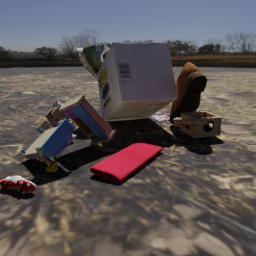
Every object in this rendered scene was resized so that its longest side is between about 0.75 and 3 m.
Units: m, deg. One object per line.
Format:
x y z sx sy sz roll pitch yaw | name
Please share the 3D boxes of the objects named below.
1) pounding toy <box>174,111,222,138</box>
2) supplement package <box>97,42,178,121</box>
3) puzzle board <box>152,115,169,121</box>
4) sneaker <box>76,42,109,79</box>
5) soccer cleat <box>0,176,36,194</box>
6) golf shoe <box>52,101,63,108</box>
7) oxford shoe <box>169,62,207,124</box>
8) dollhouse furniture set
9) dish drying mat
2.236 -0.023 9.287 1.622 0.742 1.425 -5 16 -17 | pounding toy
0.197 -1.654 10.735 2.120 2.136 2.814 -6 -10 -18 | supplement package
1.455 -0.439 12.025 0.641 0.074 0.850 -4 16 -15 | puzzle board
-1.097 -2.835 11.818 1.230 0.919 2.741 -19 -9 10 | sneaker
-2.285 1.163 5.914 0.888 0.305 0.378 0 19 18 | soccer cleat
-3.447 -1.181 14.134 0.306 0.371 0.812 12 18 39 | golf shoe
2.047 -1.178 10.166 0.977 2.739 0.976 -9 54 -18 | oxford shoe
-1.853 0.507 7.919 2.138 1.478 2.265 -14 33 46 | dollhouse furniture set
0.050 0.822 7.305 0.890 0.211 2.318 10 17 29 | dish drying mat
